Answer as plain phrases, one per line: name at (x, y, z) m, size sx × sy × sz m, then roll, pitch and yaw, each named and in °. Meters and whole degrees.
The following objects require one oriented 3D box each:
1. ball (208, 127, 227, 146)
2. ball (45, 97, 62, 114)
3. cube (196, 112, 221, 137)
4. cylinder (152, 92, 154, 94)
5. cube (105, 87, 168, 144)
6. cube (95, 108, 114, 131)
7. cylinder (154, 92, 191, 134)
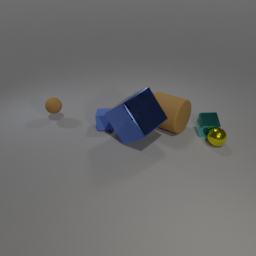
ball at (3.328, 0.331, 10.425) m, size 0.700 × 0.700 × 0.700 m, roll 0°, pitch 31°, yaw 0°
ball at (-3.153, -0.952, 11.875) m, size 0.700 × 0.700 × 0.700 m, roll 0°, pitch 31°, yaw 0°
cube at (3.131, -0.132, 10.994) m, size 0.700 × 0.700 × 0.700 m, roll -2°, pitch 56°, yaw -3°
cylinder at (0.987, -1.330, 12.995) m, size 0.700 × 0.700 × 0.700 m, roll 19°, pitch 36°, yaw 28°
cube at (0.290, -0.435, 10.288) m, size 1.400 × 1.400 × 1.400 m, roll -38°, pitch 9°, yaw -33°
cube at (-0.921, -0.360, 11.519) m, size 0.700 × 0.700 × 0.700 m, roll -2°, pitch 28°, yaw 3°
cylinder at (1.631, -0.639, 11.352) m, size 1.400 × 1.400 × 1.400 m, roll 21°, pitch 37°, yaw 32°
